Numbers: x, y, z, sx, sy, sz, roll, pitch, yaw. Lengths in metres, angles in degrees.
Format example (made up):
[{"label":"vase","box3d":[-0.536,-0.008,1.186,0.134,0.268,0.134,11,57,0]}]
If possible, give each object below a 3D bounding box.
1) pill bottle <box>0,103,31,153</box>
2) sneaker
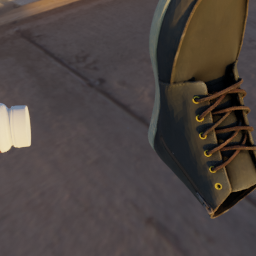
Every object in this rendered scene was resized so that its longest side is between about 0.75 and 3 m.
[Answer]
[{"label":"pill bottle","box3d":[-1.534,0.011,2.941,0.931,0.532,0.532,-4,44,-14]},{"label":"sneaker","box3d":[0.736,-0.179,2.205,0.766,2.047,1.087,-22,51,-16]}]
